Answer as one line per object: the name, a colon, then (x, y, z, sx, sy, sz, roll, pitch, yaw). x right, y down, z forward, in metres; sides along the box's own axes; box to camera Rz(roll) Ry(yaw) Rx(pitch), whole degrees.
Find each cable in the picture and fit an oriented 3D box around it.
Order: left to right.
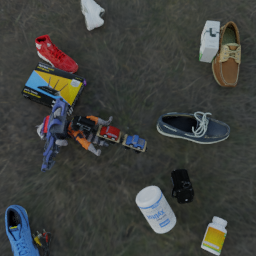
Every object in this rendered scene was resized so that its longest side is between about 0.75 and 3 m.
cable: (-2.780, 4.016, 9.499, 0.557, 0.289, 1.148, -19, 84, -29)

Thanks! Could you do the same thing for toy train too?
toy train: (-0.602, 0.215, 9.839, 2.872, 0.658, 0.490, 21, 47, -7)

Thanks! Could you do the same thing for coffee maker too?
coffee maker: (1.886, 1.877, 9.552, 0.694, 0.989, 1.030, 11, 32, -12)

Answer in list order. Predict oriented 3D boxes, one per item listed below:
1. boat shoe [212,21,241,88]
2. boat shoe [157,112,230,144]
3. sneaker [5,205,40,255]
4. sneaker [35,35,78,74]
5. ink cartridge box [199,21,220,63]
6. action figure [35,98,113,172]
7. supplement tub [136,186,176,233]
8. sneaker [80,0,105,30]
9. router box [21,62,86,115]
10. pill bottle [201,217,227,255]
boat shoe: (4.052, -3.041, 11.413, 1.076, 1.050, 2.843, 1, 71, 1)
boat shoe: (2.495, -0.091, 10.503, 2.786, 0.862, 1.043, 11, 71, 4)
sneaker: (-3.551, 3.709, 9.188, 0.783, 0.932, 2.376, -19, 74, -9)
sneaker: (-2.980, -2.989, 11.341, 1.999, 1.155, 0.783, 28, 73, 9)
ink cartridge box: (3.382, -3.587, 11.638, 0.565, 0.997, 1.360, 9, 70, 3)
action figure: (-2.135, 0.430, 10.177, 2.651, 1.433, 2.741, 11, 71, 11)
supplement tub: (0.917, 2.650, 9.146, 0.883, 0.883, 1.338, -34, 109, -11)
sneaker: (-1.552, -5.256, 12.427, 0.956, 0.750, 1.925, -13, 81, -11)
router box: (-2.939, -1.582, 11.187, 2.075, 0.530, 1.548, 21, 72, 7)
pill bottle: (2.923, 3.586, 9.374, 0.616, 0.616, 1.110, 23, 73, 8)
